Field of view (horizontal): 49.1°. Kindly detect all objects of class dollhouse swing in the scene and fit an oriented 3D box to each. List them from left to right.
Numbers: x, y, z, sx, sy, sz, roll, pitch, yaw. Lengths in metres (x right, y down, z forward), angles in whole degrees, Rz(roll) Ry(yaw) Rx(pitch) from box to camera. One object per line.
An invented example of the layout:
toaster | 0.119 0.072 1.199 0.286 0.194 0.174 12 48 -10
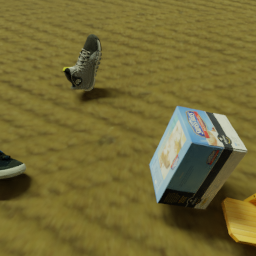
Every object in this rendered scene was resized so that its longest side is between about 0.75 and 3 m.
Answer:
dollhouse swing | 2.759 1.796 5.785 1.044 1.079 1.187 28 37 -21

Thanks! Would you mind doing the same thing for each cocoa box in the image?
cocoa box | 1.381 0.678 6.097 1.222 1.862 1.242 10 37 -14

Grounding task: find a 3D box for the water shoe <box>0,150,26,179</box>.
water shoe | -3.677 0.592 6.861 2.454 0.968 0.877 9 8 10

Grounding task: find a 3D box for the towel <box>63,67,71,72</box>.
towel | -1.947 -2.167 10.291 0.844 0.076 0.363 -3 30 -1

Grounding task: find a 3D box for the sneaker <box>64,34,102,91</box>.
sneaker | -1.468 -2.024 8.815 1.062 1.839 0.690 -12 31 -44
